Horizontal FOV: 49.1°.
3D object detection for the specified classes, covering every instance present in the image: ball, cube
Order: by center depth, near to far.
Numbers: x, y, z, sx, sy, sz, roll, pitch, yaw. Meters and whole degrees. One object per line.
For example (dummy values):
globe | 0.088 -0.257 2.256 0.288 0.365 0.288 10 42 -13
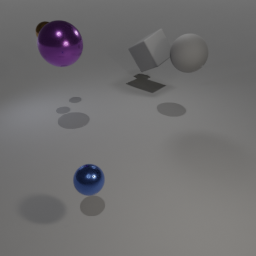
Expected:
ball | -0.865 1.147 6.222 0.700 0.700 0.700 0 29 0
ball | -2.106 -2.620 8.756 1.400 1.400 1.400 0 29 0
ball | -2.764 -3.235 9.469 0.700 0.700 0.700 0 29 0
ball | 2.251 -2.756 10.360 1.400 1.400 1.400 0 29 0
cube | 1.168 -3.856 14.038 1.400 1.400 1.400 -42 20 -28
